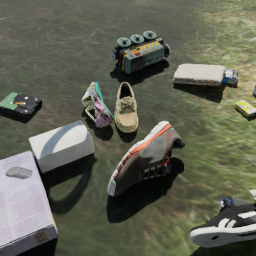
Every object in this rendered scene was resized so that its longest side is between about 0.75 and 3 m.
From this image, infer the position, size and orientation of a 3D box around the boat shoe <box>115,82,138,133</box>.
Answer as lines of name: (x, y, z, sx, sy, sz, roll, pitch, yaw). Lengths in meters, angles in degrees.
boat shoe: (-0.073, -0.763, 9.842, 0.800, 0.721, 2.219, -2, 44, -2)

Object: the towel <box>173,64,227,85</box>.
towel: (2.893, -2.166, 11.397, 1.962, 0.338, 1.300, 9, 42, 24)

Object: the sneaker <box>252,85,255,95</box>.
sneaker: (5.474, -1.542, 10.821, 1.184, 0.501, 0.431, -3, 42, -5)

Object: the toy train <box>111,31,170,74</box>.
toy train: (0.590, -3.328, 12.333, 2.650, 1.129, 1.510, -24, 61, -25)

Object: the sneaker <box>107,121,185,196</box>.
sneaker: (0.637, 0.964, 7.854, 1.172, 1.103, 2.862, 40, 63, 14)

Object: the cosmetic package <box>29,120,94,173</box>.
cosmetic package: (-2.000, 0.534, 8.533, 1.721, 0.698, 0.971, -21, 48, -19)

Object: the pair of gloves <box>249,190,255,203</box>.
pair of gloves: (4.330, 2.159, 7.084, 1.765, 0.364, 2.076, -15, 47, -16)

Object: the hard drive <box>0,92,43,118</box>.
hard drive: (-3.956, -0.864, 10.288, 1.333, 0.252, 0.931, 15, 46, 14)

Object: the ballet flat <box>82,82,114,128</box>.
ballet flat: (-1.179, -0.846, 10.008, 0.804, 0.781, 2.258, -27, 48, 0)

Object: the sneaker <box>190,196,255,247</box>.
sneaker: (2.267, 2.225, 6.858, 1.899, 0.694, 1.062, -1, 40, -12)

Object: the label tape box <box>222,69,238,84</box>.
label tape box: (4.218, -2.247, 11.692, 0.663, 0.291, 0.919, 12, 46, 12)

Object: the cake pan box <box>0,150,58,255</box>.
cake pan box: (-3.444, 2.051, 6.947, 2.801, 0.733, 2.579, -20, 45, -19)

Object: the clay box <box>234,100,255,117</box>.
clay box: (4.272, -0.723, 10.192, 0.439, 0.182, 0.764, -18, 45, -19)
